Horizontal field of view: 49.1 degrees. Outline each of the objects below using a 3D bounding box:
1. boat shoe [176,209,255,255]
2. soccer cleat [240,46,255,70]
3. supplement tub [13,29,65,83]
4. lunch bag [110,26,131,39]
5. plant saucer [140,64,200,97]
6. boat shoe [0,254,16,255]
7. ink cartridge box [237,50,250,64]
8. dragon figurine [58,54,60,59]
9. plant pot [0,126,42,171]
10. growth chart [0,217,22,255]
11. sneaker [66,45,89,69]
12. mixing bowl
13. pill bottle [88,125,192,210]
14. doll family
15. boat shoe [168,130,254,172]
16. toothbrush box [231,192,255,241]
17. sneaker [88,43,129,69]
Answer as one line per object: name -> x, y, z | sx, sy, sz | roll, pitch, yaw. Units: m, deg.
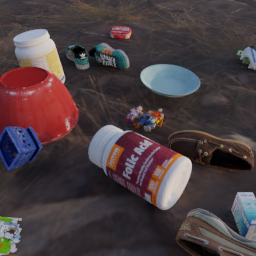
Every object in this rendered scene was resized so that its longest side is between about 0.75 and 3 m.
boat shoe -> 1.976, 2.506, 5.125 | 0.897, 0.946, 2.499 | -34, 40, -32
soccer cleat -> 5.798, -2.749, 12.181 | 1.946, 0.840, 0.680 | 44, 16, 20
supplement tub -> -3.298, -2.490, 10.468 | 1.449, 1.993, 1.449 | -7, 36, 5
lunch bag -> -0.414, -5.245, 15.516 | 1.099, 0.450, 0.968 | 5, 43, 8
plant saucer -> 1.524, -1.669, 10.365 | 2.200, 0.424, 2.200 | 4, 40, -3
boat shoe -> -1.511, 2.993, 4.400 | 2.608, 0.917, 0.918 | 17, 38, 40
ink cartridge box -> 5.638, -3.225, 12.924 | 1.202, 0.356, 0.624 | 17, 41, 21
dragon figurine -> -3.430, -3.244, 13.019 | 0.469, 0.277, 0.942 | -7, 38, -9
plant pot -> -2.785, 0.480, 7.270 | 0.771, 0.858, 0.858 | -12, 61, -50
growth chart -> -2.635, 2.310, 5.976 | 0.700, 0.086, 0.967 | 0, 38, -2
sneaker -> -2.325, -3.495, 12.863 | 0.765, 0.857, 2.145 | -18, 41, -22
mixing bowl -> -3.119, -0.932, 8.958 | 2.966, 1.606, 2.966 | 1, 38, -1
pill bottle -> 0.234, 0.853, 6.838 | 2.311, 1.319, 1.319 | 25, 44, 30
doll family -> 0.641, -0.291, 9.059 | 1.402, 0.632, 0.870 | 11, 43, 43
boat shoe -> 2.196, 0.639, 7.535 | 2.295, 0.808, 0.807 | 8, 35, 10
toothbrush box -> 2.584, 1.912, 6.045 | 0.364, 0.624, 0.853 | 0, 36, -1
sneaker -> -0.888, -3.080, 12.453 | 0.935, 0.836, 2.341 | -31, 43, -23
